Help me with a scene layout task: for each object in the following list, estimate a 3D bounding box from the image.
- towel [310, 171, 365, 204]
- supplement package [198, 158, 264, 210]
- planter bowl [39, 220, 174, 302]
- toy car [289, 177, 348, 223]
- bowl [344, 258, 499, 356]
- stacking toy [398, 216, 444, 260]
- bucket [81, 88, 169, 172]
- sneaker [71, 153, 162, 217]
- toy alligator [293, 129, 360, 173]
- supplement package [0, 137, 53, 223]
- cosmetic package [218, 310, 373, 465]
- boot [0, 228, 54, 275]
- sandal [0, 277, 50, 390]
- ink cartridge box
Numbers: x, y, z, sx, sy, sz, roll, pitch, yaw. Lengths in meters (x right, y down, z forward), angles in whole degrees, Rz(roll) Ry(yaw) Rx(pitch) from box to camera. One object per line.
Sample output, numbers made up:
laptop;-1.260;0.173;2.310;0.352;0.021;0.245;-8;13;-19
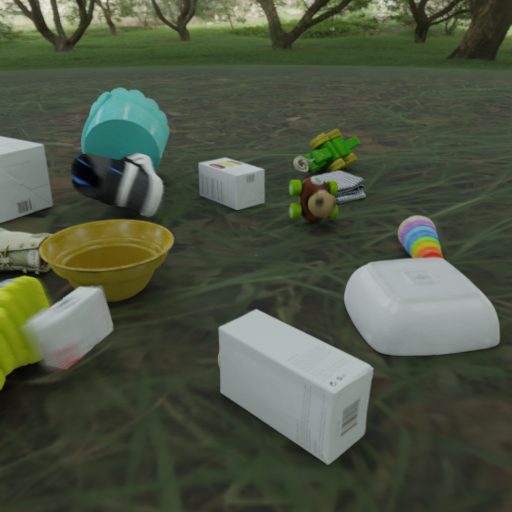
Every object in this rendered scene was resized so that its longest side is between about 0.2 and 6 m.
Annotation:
towel;2.027;-1.768;14.161;1.008;0.521;1.217;-15;28;-28
supplement package;-0.626;-1.800;13.798;0.896;0.863;1.575;-19;29;-36
planter bowl;-2.419;0.167;9.332;2.135;0.889;2.135;0;24;0
toy car;1.388;-1.216;11.940;1.048;1.006;1.275;-1;3;-15
bowl;2.440;0.638;8.475;2.004;0.748;2.001;-4;24;-6
stacking toy;3.080;-0.076;10.255;0.722;0.722;1.691;2;29;3
bucket;-3.494;-3.114;14.969;2.305;2.305;1.500;-1;41;-2
sneaker;-3.374;-1.939;12.934;1.809;1.181;3.233;16;11;-28
toy alligator;1.815;-2.753;15.970;0.985;1.077;3.632;-35;-3;42
supplement package;-6.107;-1.837;13.054;2.025;1.526;1.537;15;28;30
cosmetic package;0.377;1.420;6.402;0.710;0.988;1.750;-21;33;-39
boot;-4.551;0.049;9.806;1.611;0.751;2.083;6;23;11
sandal;-3.513;1.167;6.832;1.313;1.199;3.016;-12;18;11
ink cartridge box;-2.263;0.873;6.969;0.369;0.644;0.886;3;27;27
